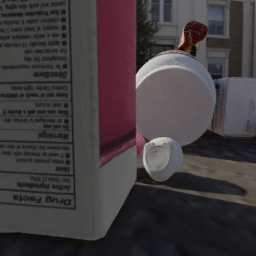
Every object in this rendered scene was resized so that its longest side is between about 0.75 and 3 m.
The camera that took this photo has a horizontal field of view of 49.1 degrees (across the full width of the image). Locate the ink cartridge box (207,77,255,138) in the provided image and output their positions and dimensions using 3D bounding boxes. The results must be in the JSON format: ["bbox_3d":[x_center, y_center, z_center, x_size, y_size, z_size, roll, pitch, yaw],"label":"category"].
[{"bbox_3d":[2.382,-0.519,6.698,0.752,1.292,1.774,2,7,-2],"label":"ink cartridge box"}]

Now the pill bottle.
[{"bbox_3d":[0.975,-0.766,6.135,1.743,1.743,2.996,1,18,9],"label":"pill bottle"}]

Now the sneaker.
[{"bbox_3d":[1.868,-2.539,8.681,0.735,1.888,0.776,27,-19,6],"label":"sneaker"}]

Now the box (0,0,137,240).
[{"bbox_3d":[-0.808,-0.608,2.411,1.623,2.538,1.383,2,7,12],"label":"box"}]

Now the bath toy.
[{"bbox_3d":[-0.081,0.249,3.542,1.640,0.713,0.606,9,-12,26],"label":"bath toy"}]
